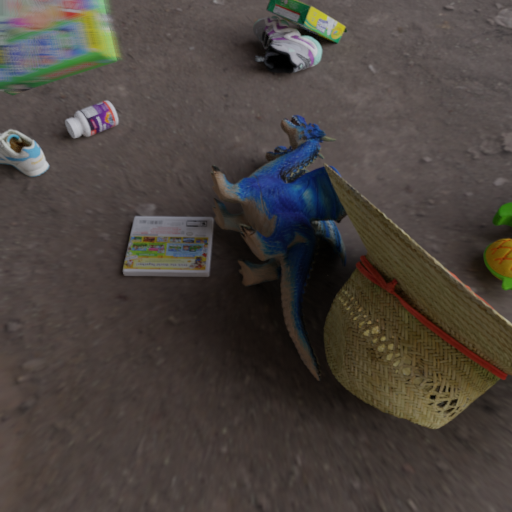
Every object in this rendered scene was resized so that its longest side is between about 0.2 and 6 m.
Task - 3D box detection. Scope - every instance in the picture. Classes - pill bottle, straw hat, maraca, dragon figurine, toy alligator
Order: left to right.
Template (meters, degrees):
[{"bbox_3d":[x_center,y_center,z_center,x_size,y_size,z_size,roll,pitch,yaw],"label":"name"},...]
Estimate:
[{"bbox_3d":[-3.368,-2.761,11.449,0.960,0.535,0.535,-30,55,-24],"label":"pill bottle"},{"bbox_3d":[0.752,-0.573,8.915,2.368,1.402,4.762,-16,49,-14],"label":"dragon figurine"},{"bbox_3d":[1.916,1.007,7.018,1.924,4.546,4.546,-50,56,12],"label":"straw hat"},{"bbox_3d":[4.031,0.161,8.808,0.748,0.584,1.091,-12,47,5],"label":"maraca"},{"bbox_3d":[5.750,-0.835,9.349,3.708,1.100,1.006,-16,60,-13],"label":"toy alligator"}]

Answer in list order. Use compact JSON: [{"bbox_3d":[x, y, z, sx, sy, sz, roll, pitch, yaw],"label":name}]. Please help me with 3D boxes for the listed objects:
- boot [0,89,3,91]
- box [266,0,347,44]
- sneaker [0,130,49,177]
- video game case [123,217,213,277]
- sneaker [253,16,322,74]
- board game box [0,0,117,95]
[{"bbox_3d":[-4.532,-3.277,8.425,0.809,2.225,1.005,-53,32,2],"label":"boot"},{"bbox_3d":[1.298,-5.759,13.674,1.211,0.499,2.064,35,25,28],"label":"box"},{"bbox_3d":[-4.767,-2.123,10.786,1.691,0.683,0.647,20,53,18],"label":"sneaker"},{"bbox_3d":[-1.442,-0.172,9.401,1.389,0.159,1.264,1,48,0],"label":"video game case"},{"bbox_3d":[0.374,-4.905,13.186,2.040,0.793,1.427,35,56,28],"label":"sneaker"},{"bbox_3d":[-2.980,-3.648,7.703,1.645,0.356,2.444,-14,86,11],"label":"board game box"}]
